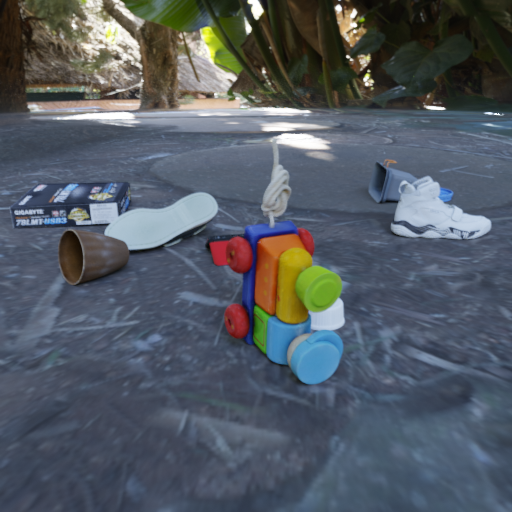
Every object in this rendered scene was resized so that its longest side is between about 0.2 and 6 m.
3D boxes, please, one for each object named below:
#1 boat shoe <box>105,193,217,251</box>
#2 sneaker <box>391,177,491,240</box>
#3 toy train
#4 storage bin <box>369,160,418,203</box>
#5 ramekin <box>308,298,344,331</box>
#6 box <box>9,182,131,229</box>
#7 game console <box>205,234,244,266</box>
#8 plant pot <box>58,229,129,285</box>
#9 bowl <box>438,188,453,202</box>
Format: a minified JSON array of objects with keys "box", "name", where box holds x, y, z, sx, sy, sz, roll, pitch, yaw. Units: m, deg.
[{"box":[-2.044,-0.602,12.213,2.577,0.974,0.777,-17,-17,-25],"name":"boat shoe"},{"box":[4.251,-1.091,12.751,2.250,1.293,0.845,1,19,3],"name":"sneaker"},{"box":[0.465,0.097,7.076,1.200,2.835,1.640,-9,26,-26],"name":"toy train"},{"box":[4.046,-2.139,16.268,1.084,1.175,1.614,9,18,-5],"name":"storage bin"},{"box":[1.011,0.848,8.616,0.702,0.342,0.702,0,20,0],"name":"ramekin"},{"box":[-4.715,-1.385,14.659,2.602,0.651,2.621,-1,19,-6],"name":"box"},{"box":[-0.387,-0.075,11.639,1.200,0.712,1.034,-5,-12,-14],"name":"game console"},{"box":[-2.938,-0.016,10.356,1.063,0.994,0.994,-6,18,-44],"name":"plant pot"},{"box":[5.162,-1.796,16.438,1.142,0.224,1.142,0,19,0],"name":"bowl"}]
